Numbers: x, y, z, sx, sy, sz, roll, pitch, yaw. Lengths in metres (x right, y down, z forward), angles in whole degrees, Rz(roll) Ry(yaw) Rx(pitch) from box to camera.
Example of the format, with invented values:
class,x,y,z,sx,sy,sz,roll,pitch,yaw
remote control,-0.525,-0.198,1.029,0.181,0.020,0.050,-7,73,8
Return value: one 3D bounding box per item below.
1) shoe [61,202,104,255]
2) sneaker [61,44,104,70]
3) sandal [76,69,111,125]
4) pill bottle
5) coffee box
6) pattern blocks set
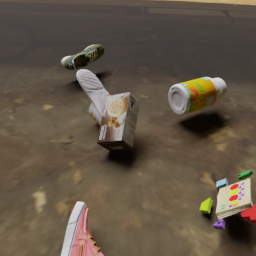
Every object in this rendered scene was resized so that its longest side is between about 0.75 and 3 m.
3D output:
class,x,y,z,sx,sy,sz,roll,pitch,yaw
shoe,-0.771,2.281,5.166,0.837,0.658,1.841,9,47,-1
sneaker,-1.563,-2.690,10.840,1.925,0.646,0.864,-30,34,-27
sandal,-0.891,-0.733,8.720,0.907,0.678,2.368,-26,79,-44
pill bottle,2.213,-1.054,8.753,1.726,0.959,0.959,-18,42,-25
coffee box,-0.252,-0.171,7.745,0.839,0.585,1.467,-7,61,33
pattern blocks set,2.241,1.491,5.903,1.560,0.144,1.775,-29,9,38
